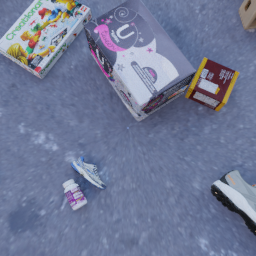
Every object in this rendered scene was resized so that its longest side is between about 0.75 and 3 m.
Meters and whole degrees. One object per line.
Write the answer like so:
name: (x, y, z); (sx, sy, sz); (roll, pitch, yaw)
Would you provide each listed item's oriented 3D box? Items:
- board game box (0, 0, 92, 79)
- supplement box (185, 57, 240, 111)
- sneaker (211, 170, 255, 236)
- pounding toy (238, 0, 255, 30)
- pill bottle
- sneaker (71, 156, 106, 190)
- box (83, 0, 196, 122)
board game box: (-2.674, -3.148, 9.083); (1.746, 0.479, 2.765); (32, 77, 9)
supplement box: (2.522, -1.300, 8.456); (1.129, 0.750, 1.114); (26, 77, 7)
sneaker: (3.475, 2.185, 7.459); (1.016, 0.947, 2.563); (-41, 79, -15)
pounding toy: (4.759, -4.069, 8.691); (1.945, 1.709, 0.890); (-10, 75, -3)
pill bottle: (-1.496, 1.838, 7.786); (0.439, 0.439, 0.781); (-30, 78, -8)
sneaker: (-1.039, 1.252, 7.945); (1.213, 0.467, 0.517); (39, 74, 9)
box: (0.259, -1.959, 8.168); (1.881, 1.634, 2.847); (-32, 77, -8)
